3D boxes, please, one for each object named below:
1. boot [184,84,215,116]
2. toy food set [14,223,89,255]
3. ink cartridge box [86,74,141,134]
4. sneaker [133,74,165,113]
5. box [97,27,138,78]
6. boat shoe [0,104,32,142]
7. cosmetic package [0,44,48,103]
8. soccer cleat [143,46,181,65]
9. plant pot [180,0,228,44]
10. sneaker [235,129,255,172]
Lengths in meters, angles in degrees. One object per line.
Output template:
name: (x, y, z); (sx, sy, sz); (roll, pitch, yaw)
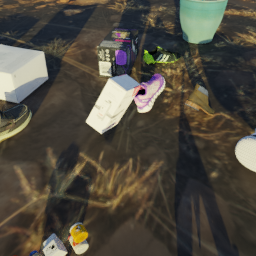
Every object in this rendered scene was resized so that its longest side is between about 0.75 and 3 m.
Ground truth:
boot: (2.390, -0.838, 8.688); (1.445, 0.700, 0.540); (14, 15, -44)
toy food set: (-1.390, 2.231, 5.131); (1.520, 0.725, 0.684); (-45, 49, -4)
ink cartridge box: (-0.402, -0.690, 7.881); (0.620, 1.498, 1.097); (38, 28, 9)
sneaker: (0.674, -1.305, 9.339); (0.651, 0.715, 1.618); (-3, 48, 47)
box: (-0.358, -3.127, 11.585); (1.158, 1.335, 2.184); (9, 39, 12)
boat shoe: (-3.795, -0.120, 8.174); (0.859, 0.790, 2.403); (19, 42, 22)
cosmetic package: (-4.357, -2.042, 10.293); (1.969, 1.210, 1.962); (12, 40, 15)
soccer cleat: (1.519, -3.198, 12.200); (1.725, 0.699, 0.582); (-9, 39, -11)
plant pot: (3.614, -5.488, 13.961); (2.295, 2.156, 2.295); (0, 37, 0)
sneaker: (4.117, 0.749, 6.684); (2.728, 1.025, 1.568); (29, 39, 28)
